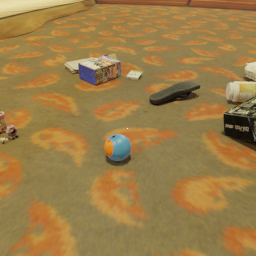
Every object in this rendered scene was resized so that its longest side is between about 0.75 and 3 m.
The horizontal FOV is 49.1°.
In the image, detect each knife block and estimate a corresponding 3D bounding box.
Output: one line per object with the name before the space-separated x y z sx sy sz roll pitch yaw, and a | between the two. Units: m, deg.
knife block | -0.982 -3.523 15.606 0.450 1.234 1.405 -20 83 -26

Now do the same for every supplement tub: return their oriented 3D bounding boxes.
supplement tub | 4.934 -1.560 12.081 1.218 0.879 0.879 3 33 5

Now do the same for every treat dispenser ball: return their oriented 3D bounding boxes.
treat dispenser ball | -0.318 0.616 8.798 0.838 0.838 0.838 0 33 0

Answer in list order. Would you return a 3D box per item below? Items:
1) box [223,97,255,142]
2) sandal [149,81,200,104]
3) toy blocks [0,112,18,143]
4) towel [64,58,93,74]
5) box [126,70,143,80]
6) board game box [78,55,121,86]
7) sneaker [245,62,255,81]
box | 4.661 -0.341 9.827 2.045 0.881 1.675 -25 24 -33
sandal | 2.063 -1.513 12.462 2.446 0.524 0.930 -20 30 -12
toy blocks | -4.806 -0.176 9.651 1.424 1.199 1.331 25 40 33
towel | -2.427 -3.511 15.573 1.974 0.340 1.308 -19 38 -27
box | 0.351 -2.746 14.568 0.647 0.163 0.897 10 35 14
board game box | -1.435 -2.962 14.270 1.361 0.827 1.707 29 43 36
sneaker | 6.373 -2.667 13.900 1.071 0.940 2.673 2 26 20
